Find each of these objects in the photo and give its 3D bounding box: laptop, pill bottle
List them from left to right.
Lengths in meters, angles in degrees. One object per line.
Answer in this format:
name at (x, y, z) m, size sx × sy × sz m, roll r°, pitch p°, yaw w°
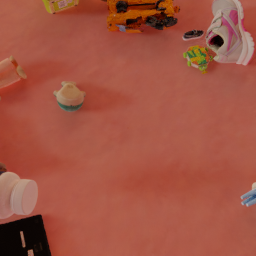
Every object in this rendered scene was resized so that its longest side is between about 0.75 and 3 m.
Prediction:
pill bottle at (-2.930, 1.412, 6.032) m, size 1.764 × 0.979 × 0.979 m, roll 3°, pitch 64°, yaw 7°
laptop at (-3.158, 3.567, 6.876) m, size 2.349 × 1.213 × 2.082 m, roll -7°, pitch 62°, yaw -32°

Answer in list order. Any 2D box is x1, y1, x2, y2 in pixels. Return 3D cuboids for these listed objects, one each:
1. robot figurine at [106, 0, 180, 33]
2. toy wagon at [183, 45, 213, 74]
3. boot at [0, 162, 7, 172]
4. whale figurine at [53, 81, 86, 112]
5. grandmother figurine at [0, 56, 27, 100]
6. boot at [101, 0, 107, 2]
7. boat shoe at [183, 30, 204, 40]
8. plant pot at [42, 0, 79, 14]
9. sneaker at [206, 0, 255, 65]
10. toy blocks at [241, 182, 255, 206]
robot figurine at (0.560, -4.260, 10.351) m, size 2.675 × 0.779 × 1.939 m, roll -1°, pitch 64°, yaw 0°
toy wagon at (2.488, -2.392, 9.739) m, size 0.880 × 0.224 × 1.134 m, roll -15°, pitch 65°, yaw -7°
boot at (-4.839, 0.591, 7.848) m, size 2.761 × 0.970 × 2.019 m, roll -12°, pitch 66°, yaw -3°
whale figurine at (-1.857, -1.008, 8.922) m, size 1.006 × 0.656 × 1.264 m, roll -2°, pitch 40°, yaw -17°
grandmother figurine at (-4.700, -1.400, 8.980) m, size 2.613 × 0.791 × 1.585 m, roll -35°, pitch 60°, yaw -18°
boot at (-1.320, -5.492, 11.047) m, size 1.565 × 0.570 × 1.216 m, roll -7°, pitch 44°, yaw -25°
boat shoe at (2.407, -3.451, 10.225) m, size 0.841 × 0.285 × 0.302 m, roll -15°, pitch 65°, yaw -7°
plant pot at (-2.638, -5.207, 10.312) m, size 1.533 × 1.540 × 1.398 m, roll -23°, pitch 95°, yaw -8°
sneaker at (3.317, -3.447, 9.737) m, size 1.261 × 1.163 × 2.858 m, roll -6°, pitch 64°, yaw -5°
toy blocks at (4.040, 1.989, 7.349) m, size 1.817 × 0.660 × 1.514 m, roll -21°, pitch 65°, yaw -10°
